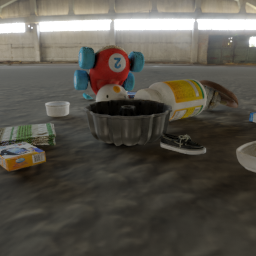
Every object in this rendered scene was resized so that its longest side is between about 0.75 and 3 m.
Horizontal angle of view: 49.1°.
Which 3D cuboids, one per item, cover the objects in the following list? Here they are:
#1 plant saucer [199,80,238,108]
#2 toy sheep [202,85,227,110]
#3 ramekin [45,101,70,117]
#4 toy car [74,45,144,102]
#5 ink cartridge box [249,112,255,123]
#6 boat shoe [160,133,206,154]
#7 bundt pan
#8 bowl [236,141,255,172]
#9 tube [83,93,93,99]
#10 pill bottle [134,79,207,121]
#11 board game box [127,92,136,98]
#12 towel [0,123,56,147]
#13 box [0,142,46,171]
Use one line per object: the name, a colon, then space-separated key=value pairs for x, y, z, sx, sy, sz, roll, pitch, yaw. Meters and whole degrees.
plant saucer: x=4.306 y=-1.700 z=13.527 sx=2.341 sy=0.403 sz=2.341 roll=30 pitch=1 yaw=-1
toy sheep: x=3.653 y=-1.439 z=13.207 sx=2.015 sy=1.389 sz=1.389 roll=24 pitch=21 yaw=11
ramekin: x=-3.109 y=-0.844 z=12.401 sx=1.050 sy=0.512 sz=1.050 roll=0 pitch=16 yaw=0
toy car: x=-0.607 y=-1.528 z=11.000 sx=2.508 sy=2.407 sz=2.721 roll=-2 pitch=58 yaw=-22
ink cartridge box: x=5.333 y=-0.380 z=11.013 sx=0.621 sy=0.359 sz=0.851 roll=-6 pitch=17 yaw=-20
boat shoe: x=1.558 y=0.409 z=7.990 sx=1.364 sy=0.466 sz=0.504 roll=13 pitch=20 yaw=39
bundt pan: x=0.014 y=-0.186 z=9.034 sx=2.830 sy=1.062 sz=2.830 roll=-1 pitch=15 yaw=0
bowl: x=3.400 y=0.770 z=6.646 sx=1.345 sy=0.502 sz=1.343 roll=-11 pitch=19 yaw=-38
tube: x=-2.394 y=-1.834 z=16.500 sx=0.403 sy=0.262 sz=1.040 roll=-13 pitch=24 yaw=-21
pill bottle: x=1.681 y=-1.088 z=11.280 sx=2.831 sy=1.596 sz=1.596 roll=-12 pitch=20 yaw=-35
board game box: x=0.939 y=-1.979 z=17.030 sx=2.164 sy=0.210 sz=1.114 roll=2 pitch=17 yaw=9
towel: x=-3.549 y=0.300 z=8.795 sx=2.462 sy=0.378 sz=1.837 roll=-7 pitch=15 yaw=-16
box: x=-2.874 y=0.677 z=7.227 sx=0.920 sy=0.321 sz=1.546 roll=-13 pitch=18 yaw=-38
